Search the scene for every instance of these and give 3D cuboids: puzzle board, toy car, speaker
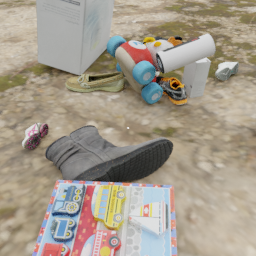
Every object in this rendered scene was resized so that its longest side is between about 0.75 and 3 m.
[{"bbox_3d":[-0.370,1.971,4.067,2.171,0.251,2.881,1,44,6],"label":"puzzle board"},{"bbox_3d":[0.767,-2.197,8.588,2.052,1.815,1.891,-37,55,-4],"label":"toy car"},{"bbox_3d":[1.516,-1.948,7.368,1.462,0.594,0.594,-21,40,-1],"label":"speaker"}]

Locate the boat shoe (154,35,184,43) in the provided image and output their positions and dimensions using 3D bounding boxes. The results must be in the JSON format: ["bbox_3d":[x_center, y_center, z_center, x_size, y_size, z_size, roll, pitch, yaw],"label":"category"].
[{"bbox_3d":[1.859,-3.383,11.442,0.924,0.771,2.476,-23,42,-24],"label":"boat shoe"}]

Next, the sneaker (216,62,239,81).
[{"bbox_3d":[3.425,-2.048,10.000,0.559,0.491,1.396,24,36,36],"label":"sneaker"}]

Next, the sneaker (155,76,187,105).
[{"bbox_3d":[1.364,-1.352,8.930,0.622,0.614,1.590,-20,40,-22],"label":"sneaker"}]

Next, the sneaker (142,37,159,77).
[{"bbox_3d":[0.675,-2.573,10.208,0.927,0.978,2.382,1,38,2],"label":"sneaker"}]

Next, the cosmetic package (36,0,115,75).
[{"bbox_3d":[-1.824,-4.071,10.342,1.844,2.999,2.990,19,41,6],"label":"cosmetic package"}]

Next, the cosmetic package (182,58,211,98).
[{"bbox_3d":[2.105,-1.655,8.793,0.505,1.244,0.702,-11,39,-14],"label":"cosmetic package"}]

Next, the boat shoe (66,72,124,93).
[{"bbox_3d":[-1.093,-1.571,9.205,1.931,0.608,0.704,3,38,4],"label":"boat shoe"}]

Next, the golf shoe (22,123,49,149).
[{"bbox_3d":[-2.435,0.209,7.126,0.472,0.373,1.026,4,29,12],"label":"golf shoe"}]

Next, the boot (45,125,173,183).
[{"bbox_3d":[-0.422,0.445,6.329,2.612,0.912,1.719,-18,43,-24],"label":"boot"}]
